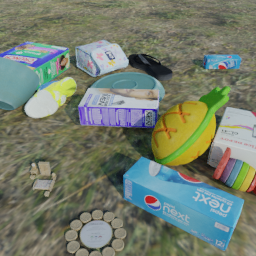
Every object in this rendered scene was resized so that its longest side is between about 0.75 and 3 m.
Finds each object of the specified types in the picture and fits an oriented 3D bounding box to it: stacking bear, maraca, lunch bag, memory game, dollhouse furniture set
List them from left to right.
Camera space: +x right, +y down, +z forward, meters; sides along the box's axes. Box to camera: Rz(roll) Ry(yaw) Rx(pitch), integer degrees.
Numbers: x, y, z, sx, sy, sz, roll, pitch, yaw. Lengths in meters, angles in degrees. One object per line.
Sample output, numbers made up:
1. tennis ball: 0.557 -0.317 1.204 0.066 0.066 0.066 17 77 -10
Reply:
1. dollhouse furniture set: -2.124 1.199 6.680 0.670 0.384 0.786 2 34 4
2. memory game: -0.639 2.128 5.577 1.220 0.078 1.220 -1 34 0
3. lunch bag: -1.117 -3.039 12.261 1.614 1.210 1.903 -25 47 -32
4. maraca: 1.585 -0.082 7.138 2.559 1.369 1.755 -48 12 0
5. stacking bear: 2.693 1.140 6.446 1.296 0.737 0.787 27 62 19

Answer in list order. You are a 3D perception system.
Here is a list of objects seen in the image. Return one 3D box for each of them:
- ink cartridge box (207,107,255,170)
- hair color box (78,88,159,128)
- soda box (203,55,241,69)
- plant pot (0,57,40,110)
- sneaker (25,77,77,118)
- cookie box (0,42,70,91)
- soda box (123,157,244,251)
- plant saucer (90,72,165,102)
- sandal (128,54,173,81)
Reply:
1. ink cartridge box: 3.129 0.329 7.559 1.452 0.842 1.968 15 36 21
2. hair color box: -0.222 -0.645 8.579 2.309 0.748 1.262 3 33 6
3. soda box: 4.293 -3.033 12.839 1.569 0.503 0.532 -1 34 -1
4. plant pot: -4.096 -1.345 9.479 1.883 1.883 1.268 7 72 10
5. sneaker: -2.860 -1.034 9.808 1.202 0.866 2.288 1 30 38
6. cookie box: -4.108 -2.695 11.877 2.274 0.999 2.659 13 37 16
7. soda box: 1.074 1.496 5.902 2.369 0.760 0.803 21 39 27
8. plant saucer: -0.108 -1.457 10.446 2.953 0.405 2.953 -3 33 2
9. sandal: 1.034 -2.915 12.583 1.048 0.590 2.757 -21 39 -28
